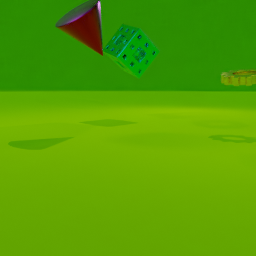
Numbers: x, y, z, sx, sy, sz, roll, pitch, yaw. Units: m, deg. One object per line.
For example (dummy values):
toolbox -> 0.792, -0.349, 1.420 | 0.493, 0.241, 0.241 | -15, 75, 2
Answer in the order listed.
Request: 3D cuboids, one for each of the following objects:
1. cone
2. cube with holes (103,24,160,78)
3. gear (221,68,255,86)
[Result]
cone -> -0.907, -2.252, 6.785 | 1.204, 1.208, 1.204 | -21, 36, 16
cube with holes -> 0.097, -2.732, 9.950 | 1.208, 1.208, 1.208 | 37, 2, -39
gear -> 2.821, -1.234, 6.754 | 1.079, 0.199, 1.079 | -7, 19, 3
